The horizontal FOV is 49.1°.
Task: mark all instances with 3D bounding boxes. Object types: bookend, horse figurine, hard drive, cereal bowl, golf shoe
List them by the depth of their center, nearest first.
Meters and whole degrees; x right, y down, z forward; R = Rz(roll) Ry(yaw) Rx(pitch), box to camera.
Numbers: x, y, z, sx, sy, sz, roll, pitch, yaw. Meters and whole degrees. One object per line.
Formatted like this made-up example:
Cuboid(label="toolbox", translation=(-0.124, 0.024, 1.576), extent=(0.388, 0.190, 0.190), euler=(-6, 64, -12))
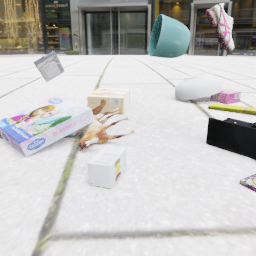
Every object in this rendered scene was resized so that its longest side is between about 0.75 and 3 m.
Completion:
Cuboid(label="golf shoe", translation=(2.424, -2.496, 6.971), extent=(0.550, 1.194, 0.434), euler=(-28, 15, 7))
Cuboid(label="hard drive", translation=(-2.030, -1.584, 7.300), extent=(0.604, 0.164, 0.864), euler=(-34, -18, -10))
Cuboid(label="bookend", translation=(4.113, 0.125, 9.348), extent=(2.089, 0.962, 2.075), euler=(-15, 24, -39))
Cuboid(label="horse figurine", translation=(-0.988, -0.114, 10.158), extent=(1.913, 0.721, 2.887), euler=(-21, 30, -7))
Cuboid(label="cereal bowl", translation=(3.908, -2.429, 15.835), extent=(2.638, 1.099, 2.638), euler=(-13, 15, 4))

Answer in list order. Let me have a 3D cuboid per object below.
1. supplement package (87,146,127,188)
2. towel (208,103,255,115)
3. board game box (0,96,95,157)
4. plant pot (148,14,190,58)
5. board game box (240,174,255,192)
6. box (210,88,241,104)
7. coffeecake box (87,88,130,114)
Cuboid(label="supplement package", translation=(-0.510, 0.986, 7.282), extent=(0.628, 0.652, 1.147), euler=(5, 20, 18))
Cuboid(label="towel", translation=(5.239, -0.944, 13.764), extent=(2.393, 0.216, 1.030), euler=(11, 16, 32))
Cuboid(label="board game box", translation=(-3.038, -0.218, 10.041), extent=(2.667, 0.550, 2.673), euler=(-31, 33, -32))
Cuboid(label="plant pot", translation=(1.562, -3.273, 10.366), extent=(1.209, 1.507, 1.507), euler=(11, 17, -12))
Cuboid(label="board game box", translation=(3.351, 1.349, 7.038), extent=(0.958, 0.155, 0.575), euler=(-11, 18, -29))
Cuboid(label="box", translation=(5.399, -1.773, 15.534), extent=(1.065, 0.585, 1.211), euler=(-11, 21, -29))
Cuboid(label="coffeecake box", translation=(-0.895, -1.412, 14.084), extent=(1.745, 0.831, 2.274), euler=(3, 19, 8))
